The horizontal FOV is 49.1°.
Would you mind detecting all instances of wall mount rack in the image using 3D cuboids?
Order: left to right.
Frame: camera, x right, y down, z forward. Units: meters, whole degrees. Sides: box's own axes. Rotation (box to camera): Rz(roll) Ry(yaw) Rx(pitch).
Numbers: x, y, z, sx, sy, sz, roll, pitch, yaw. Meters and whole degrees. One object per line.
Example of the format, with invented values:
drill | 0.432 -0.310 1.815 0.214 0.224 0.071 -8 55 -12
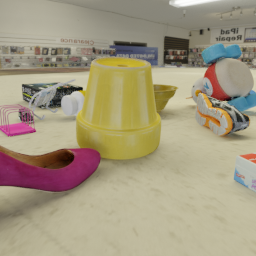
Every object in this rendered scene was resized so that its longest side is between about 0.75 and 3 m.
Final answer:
wall mount rack | -2.732 -1.179 10.167 0.700 1.631 1.877 32 20 1

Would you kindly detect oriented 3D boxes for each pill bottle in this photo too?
pill bottle | -1.598 -0.944 10.552 0.953 0.953 1.695 14 20 43

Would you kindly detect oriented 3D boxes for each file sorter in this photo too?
file sorter | -3.422 -0.282 8.535 0.805 0.727 1.159 -11 18 -36

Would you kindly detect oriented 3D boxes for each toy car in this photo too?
toy car | 3.429 -1.605 11.575 2.514 2.620 2.842 -15 -8 -43

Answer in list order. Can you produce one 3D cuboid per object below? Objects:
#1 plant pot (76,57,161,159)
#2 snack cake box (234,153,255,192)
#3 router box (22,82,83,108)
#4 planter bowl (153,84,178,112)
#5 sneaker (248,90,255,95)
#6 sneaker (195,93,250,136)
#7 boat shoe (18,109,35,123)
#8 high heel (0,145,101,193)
plant pot | -0.190 -0.596 6.762 2.116 1.991 2.116 3 24 -1
snack cake box | 2.811 0.765 5.051 1.499 0.503 0.862 -6 18 -19
router box | -3.634 -1.632 13.336 2.040 0.846 2.723 -11 18 -35
planter bowl | 0.839 -1.177 11.385 2.366 0.986 2.366 -1 15 0
sneaker | 6.040 -1.603 13.721 0.700 0.588 1.785 3 15 14
sneaker | 2.863 -0.446 8.882 0.968 0.981 2.507 -3 26 -9
boat shoe | -3.617 -0.447 9.837 0.464 0.370 1.226 -11 19 -36
high heel | -1.524 0.412 4.630 0.980 1.398 2.908 11 18 34
